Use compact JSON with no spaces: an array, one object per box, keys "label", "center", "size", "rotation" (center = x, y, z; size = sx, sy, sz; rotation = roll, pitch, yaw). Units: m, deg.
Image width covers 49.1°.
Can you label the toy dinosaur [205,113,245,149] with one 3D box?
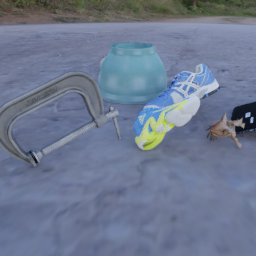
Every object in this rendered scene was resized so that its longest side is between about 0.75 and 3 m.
[{"label":"toy dinosaur","center":[2.389,0.016,7.221],"size":[1.016,0.643,1.499],"rotation":[15,-7,35]}]

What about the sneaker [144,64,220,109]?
[{"label":"sneaker","center":[1.625,-1.174,9.054],"size":[2.759,1.063,1.044],"rotation":[-26,6,-20]}]

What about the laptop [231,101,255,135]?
[{"label":"laptop","center":[4.572,-0.025,8.318],"size":[2.634,1.360,2.334],"rotation":[-16,15,30]}]

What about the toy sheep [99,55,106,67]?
[{"label":"toy sheep","center":[-1.086,-3.333,14.614],"size":[0.854,0.854,1.239],"rotation":[-8,42,-17]}]

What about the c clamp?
[{"label":"c clamp","center":[-1.450,-0.013,6.428],"size":[2.850,2.435,0.386],"rotation":[-26,42,-20]}]

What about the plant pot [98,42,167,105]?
[{"label":"plant pot","center":[0.188,-2.325,11.124],"size":[2.901,1.944,2.901],"rotation":[1,25,0]}]

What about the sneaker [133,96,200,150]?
[{"label":"sneaker","center":[0.835,-0.344,7.070],"size":[1.901,0.720,0.999],"rotation":[-39,52,11]}]
